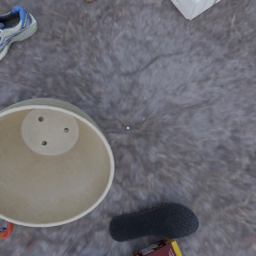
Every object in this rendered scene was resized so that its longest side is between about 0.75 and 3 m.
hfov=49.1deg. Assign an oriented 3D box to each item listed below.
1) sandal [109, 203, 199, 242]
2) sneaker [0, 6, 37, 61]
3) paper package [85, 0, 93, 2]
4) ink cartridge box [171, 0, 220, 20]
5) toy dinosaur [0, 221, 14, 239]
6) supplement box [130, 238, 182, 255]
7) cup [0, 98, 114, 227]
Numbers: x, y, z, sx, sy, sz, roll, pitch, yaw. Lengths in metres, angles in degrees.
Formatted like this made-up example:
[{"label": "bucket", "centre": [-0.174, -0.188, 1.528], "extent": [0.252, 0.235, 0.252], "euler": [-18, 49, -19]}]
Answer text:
[{"label": "sandal", "centre": [0.578, 2.165, 6.413], "extent": [2.034, 0.458, 0.764], "euler": [-11, 73, 12]}, {"label": "sneaker", "centre": [-3.311, -2.396, 7.091], "extent": [2.007, 0.855, 0.773], "euler": [-43, 81, -7]}, {"label": "paper package", "centre": [-0.686, -4.959, 7.451], "extent": [2.301, 1.190, 2.193], "euler": [-30, 80, -5]}, {"label": "ink cartridge box", "centre": [2.009, -4.014, 7.460], "extent": [1.872, 0.794, 1.363], "euler": [-35, 80, -5]}, {"label": "toy dinosaur", "centre": [-2.768, 1.461, 6.093], "extent": [0.957, 1.822, 1.653], "euler": [-23, 47, 10]}, {"label": "supplement box", "centre": [0.686, 3.062, 5.983], "extent": [1.026, 0.681, 1.012], "euler": [-21, 79, -11]}, {"label": "cup", "centre": [-1.655, 0.411, 5.714], "extent": [2.538, 1.815, 2.538], "euler": [-4, 116, -9]}]
